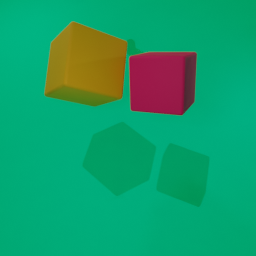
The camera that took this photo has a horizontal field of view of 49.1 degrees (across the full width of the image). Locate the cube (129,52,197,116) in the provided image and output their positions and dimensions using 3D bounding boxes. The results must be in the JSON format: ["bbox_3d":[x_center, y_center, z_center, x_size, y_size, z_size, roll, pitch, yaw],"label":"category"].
[{"bbox_3d":[0.800,-1.038,6.215,1.185,1.185,1.185,7,21,23],"label":"cube"}]

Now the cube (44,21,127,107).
[{"bbox_3d":[-1.003,-1.379,6.568,1.393,1.393,1.393,10,81,-32],"label":"cube"}]
